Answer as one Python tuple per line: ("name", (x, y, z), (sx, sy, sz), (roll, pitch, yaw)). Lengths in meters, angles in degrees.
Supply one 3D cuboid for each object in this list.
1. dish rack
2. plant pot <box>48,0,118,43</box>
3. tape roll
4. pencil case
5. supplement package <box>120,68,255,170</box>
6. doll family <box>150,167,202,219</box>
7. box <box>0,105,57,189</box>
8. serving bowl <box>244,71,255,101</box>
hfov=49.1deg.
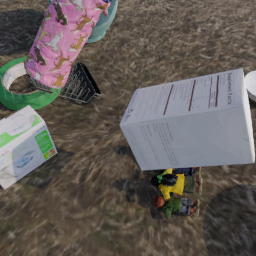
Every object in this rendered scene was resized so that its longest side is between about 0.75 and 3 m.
("dish rack", (-2.039, -1.580, 8.660), (2.229, 0.608, 1.709), (11, 38, -45))
("plant pot", (-1.644, -4.393, 10.645), (2.637, 1.767, 2.637), (1, 51, -1))
("tape roll", (-3.309, -1.513, 9.320), (2.127, 0.511, 2.127), (0, 54, -1))
("pencil case", (-1.350, -2.040, 6.116), (1.059, 2.449, 1.014), (35, 26, -9))
("supplement package", (1.184, -0.110, 5.444), (2.192, 1.282, 1.286), (-7, 35, 25))
("doll family", (1.206, 1.125, 7.209), (1.330, 0.903, 2.301), (7, 49, 10))
("box", (-2.884, 0.488, 7.232), (1.684, 1.486, 0.814), (-36, 61, -24))
("serving bowl", (4.424, -1.265, 9.170), (1.375, 0.452, 1.375), (0, 54, -1))
